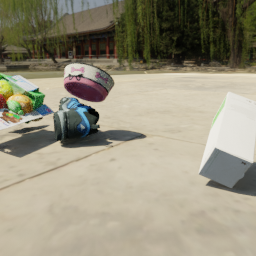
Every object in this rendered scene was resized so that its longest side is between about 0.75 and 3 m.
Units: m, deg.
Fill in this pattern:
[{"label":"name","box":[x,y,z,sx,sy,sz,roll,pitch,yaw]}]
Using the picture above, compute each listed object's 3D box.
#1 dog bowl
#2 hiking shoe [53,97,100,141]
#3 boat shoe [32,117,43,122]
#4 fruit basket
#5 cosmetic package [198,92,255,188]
[{"label":"dog bowl","box":[-1.079,-1.151,7.435,1.375,0.507,1.375,14,-17,5]},{"label":"hiking shoe","box":[-1.414,-0.260,8.075,1.174,1.008,2.709,0,20,-7]},{"label":"boat shoe","box":[-3.384,-0.477,8.607,1.567,0.520,0.580,21,38,-48]},{"label":"fruit basket","box":[-3.133,-0.722,7.026,1.874,0.949,2.024,32,19,13]},{"label":"cosmetic package","box":[1.825,0.173,4.983,0.651,0.825,1.534,23,47,9]}]
